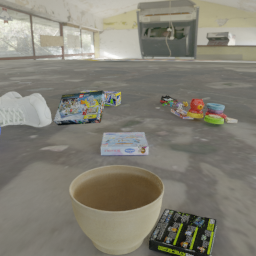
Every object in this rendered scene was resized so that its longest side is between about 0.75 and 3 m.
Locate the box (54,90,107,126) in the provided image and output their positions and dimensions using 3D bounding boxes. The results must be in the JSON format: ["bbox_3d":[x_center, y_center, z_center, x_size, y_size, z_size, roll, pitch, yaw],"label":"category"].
[{"bbox_3d":[-1.416,-0.590,8.362,1.447,0.273,0.988,-3,57,21],"label":"box"}]

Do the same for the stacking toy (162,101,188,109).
[{"bbox_3d":[1.913,-0.948,11.400,0.881,0.207,0.664,7,17,29],"label":"stacking toy"}]

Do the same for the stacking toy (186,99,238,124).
[{"bbox_3d":[2.824,-0.593,9.245,1.423,0.601,1.289,-3,17,-30],"label":"stacking toy"}]

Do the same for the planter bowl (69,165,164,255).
[{"bbox_3d":[-0.136,1.084,3.615,1.177,0.792,1.177,0,16,0],"label":"planter bowl"}]

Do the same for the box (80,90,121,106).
[{"bbox_3d":[-1.169,-1.278,11.858,1.671,0.537,0.585,6,18,18],"label":"box"}]

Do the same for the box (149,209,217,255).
[{"bbox_3d":[0.741,1.388,3.673,0.747,0.184,0.774,9,18,20],"label":"box"}]

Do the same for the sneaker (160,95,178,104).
[{"bbox_3d":[1.764,-1.231,11.995,0.763,0.373,0.270,5,15,10],"label":"sneaker"}]

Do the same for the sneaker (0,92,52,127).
[{"bbox_3d":[-3.445,-0.402,8.504,2.774,1.081,1.379,7,27,41],"label":"sneaker"}]

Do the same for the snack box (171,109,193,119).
[{"bbox_3d":[1.919,-0.512,10.002,0.392,0.133,1.091,-1,17,-14],"label":"snack box"}]

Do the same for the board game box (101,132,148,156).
[{"bbox_3d":[-0.092,0.373,6.924,1.101,0.227,1.099,0,17,-1],"label":"board game box"}]
